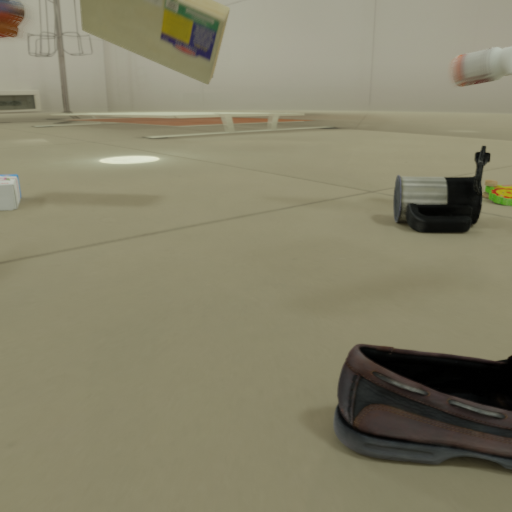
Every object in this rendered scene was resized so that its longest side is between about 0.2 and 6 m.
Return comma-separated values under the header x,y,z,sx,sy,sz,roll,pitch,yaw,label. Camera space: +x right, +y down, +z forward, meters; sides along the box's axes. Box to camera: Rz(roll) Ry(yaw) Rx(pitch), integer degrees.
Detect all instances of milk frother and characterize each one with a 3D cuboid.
x,y,z,sx,sy,sz,roll,pitch,yaw,label
3.172,-1.205,9.636,1.393,1.480,1.336,1,22,5,milk frother

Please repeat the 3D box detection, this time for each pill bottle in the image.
x,y,z,sx,sy,sz,roll,pitch,yaw,label
4.101,-3.399,10.029,0.566,0.566,1.033,-16,14,-41,pill bottle

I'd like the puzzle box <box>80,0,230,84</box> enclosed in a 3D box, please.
x,y,z,sx,sy,sz,roll,pitch,yaw,label
-1.844,-4.167,9.905,2.600,0.331,1.730,22,-24,-6,puzzle box

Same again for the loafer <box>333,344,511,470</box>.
x,y,z,sx,sy,sz,roll,pitch,yaw,label
1.691,0.997,3.889,2.272,0.715,0.817,0,18,1,loafer

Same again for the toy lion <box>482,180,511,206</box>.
x,y,z,sx,sy,sz,roll,pitch,yaw,label
5.425,-1.298,11.859,1.128,0.387,1.081,-3,25,-11,toy lion

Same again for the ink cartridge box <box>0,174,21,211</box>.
x,y,z,sx,sy,sz,roll,pitch,yaw,label
-5.352,-1.298,11.425,0.929,0.544,1.286,-6,20,-18,ink cartridge box

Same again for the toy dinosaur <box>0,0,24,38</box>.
x,y,z,sx,sy,sz,roll,pitch,yaw,label
-1.825,-2.845,5.076,1.122,1.938,2.136,30,17,19,toy dinosaur
